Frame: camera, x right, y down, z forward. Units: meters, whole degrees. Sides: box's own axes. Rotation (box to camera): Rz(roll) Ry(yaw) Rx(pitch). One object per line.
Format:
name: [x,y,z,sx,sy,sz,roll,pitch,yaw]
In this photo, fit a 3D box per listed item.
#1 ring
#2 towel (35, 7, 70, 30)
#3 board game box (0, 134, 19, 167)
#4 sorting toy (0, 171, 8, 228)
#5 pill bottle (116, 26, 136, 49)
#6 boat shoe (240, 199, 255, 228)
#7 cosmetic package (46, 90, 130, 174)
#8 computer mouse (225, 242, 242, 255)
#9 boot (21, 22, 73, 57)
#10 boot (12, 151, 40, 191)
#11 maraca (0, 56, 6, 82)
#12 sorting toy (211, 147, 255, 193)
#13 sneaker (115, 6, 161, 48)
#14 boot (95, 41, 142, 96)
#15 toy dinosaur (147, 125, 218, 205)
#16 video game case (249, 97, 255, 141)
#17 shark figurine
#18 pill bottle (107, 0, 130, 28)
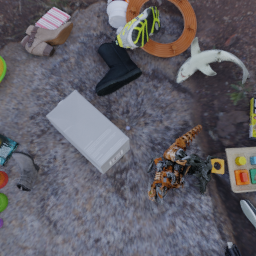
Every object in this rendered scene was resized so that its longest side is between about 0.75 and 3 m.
ring: [1.384,-4.300,11.121,3.001,0.288,3.001,2,82,-13]
towel: [-3.146,-4.482,11.754,0.916,0.187,1.251,34,71,11]
board game box: [-4.698,0.641,9.856,1.392,0.196,0.941,26,72,9]
sorting toy: [-4.306,2.254,9.030,0.656,0.651,1.891,-7,69,-3]
pill bottle: [-0.005,-3.649,11.246,0.526,0.526,0.929,-39,75,-13]
boat shoe: [4.145,2.871,8.884,0.449,0.563,1.488,-30,84,-9]
cosmetic package: [-1.332,0.131,9.560,1.408,1.188,2.635,-43,73,-14]
computer mouse: [2.389,4.311,8.117,2.348,0.619,1.626,-12,51,-1]
boot: [-3.297,-3.740,11.211,1.429,0.686,1.954,29,73,11]
boot: [-3.266,1.393,8.780,0.484,1.386,0.913,-2,54,18]
maraca: [-5.724,-2.200,10.270,2.496,1.335,1.711,11,66,3]
sorting toy: [3.975,1.340,9.246,2.614,0.356,1.472,-2,74,-13]
sneaker: [0.424,-3.735,10.288,1.020,1.006,2.669,1,33,32]
boot: [-0.704,-2.307,10.591,2.050,0.783,1.723,-31,76,-18]
toy dinosaur: [1.742,1.173,9.124,1.965,1.479,2.896,23,92,25]
video game case: [5.355,-0.210,10.150,1.817,0.232,1.642,10,70,3]
shark figurine: [3.276,-2.562,10.667,2.788,1.163,1.666,1,104,8]
pill bottle: [-0.305,-5.113,11.506,1.056,1.056,1.870,3,71,1]
